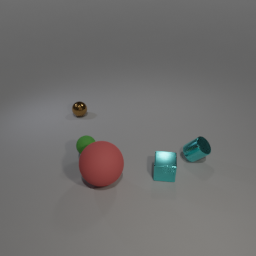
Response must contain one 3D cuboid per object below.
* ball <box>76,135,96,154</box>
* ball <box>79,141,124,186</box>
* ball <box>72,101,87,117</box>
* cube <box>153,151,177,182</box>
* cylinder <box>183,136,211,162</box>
[{"bbox_3d":[-1.450,0.609,9.742,0.700,0.700,0.700,0,30,0],"label":"ball"},{"bbox_3d":[-0.825,1.101,8.712,1.400,1.400,1.400,0,30,0],"label":"ball"},{"bbox_3d":[-2.223,-0.873,12.863,0.700,0.700,0.700,0,30,0],"label":"ball"},{"bbox_3d":[1.209,1.256,9.144,0.700,0.700,0.700,4,37,6],"label":"cube"},{"bbox_3d":[2.409,0.745,9.800,0.700,0.700,0.700,22,51,-29],"label":"cylinder"}]
